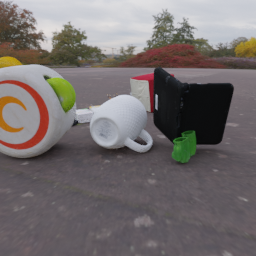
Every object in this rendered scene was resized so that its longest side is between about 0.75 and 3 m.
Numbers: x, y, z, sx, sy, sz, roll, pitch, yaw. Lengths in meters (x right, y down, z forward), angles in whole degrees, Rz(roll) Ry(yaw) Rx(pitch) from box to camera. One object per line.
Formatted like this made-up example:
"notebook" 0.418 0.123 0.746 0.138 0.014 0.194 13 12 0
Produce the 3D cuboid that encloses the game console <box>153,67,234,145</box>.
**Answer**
"game console" 1.735 -0.608 8.098 1.268 2.179 1.916 -22 45 -20

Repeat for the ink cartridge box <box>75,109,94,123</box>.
"ink cartridge box" -1.882 -0.518 11.789 0.665 0.386 0.918 -11 19 -24

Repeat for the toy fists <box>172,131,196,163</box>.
"toy fists" 1.532 0.526 7.592 0.440 0.652 1.280 -4 11 29

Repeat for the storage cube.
"storage cube" 1.250 -1.794 13.985 1.629 1.812 1.549 -17 23 -30

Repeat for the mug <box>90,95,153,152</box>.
"mug" -0.138 0.014 8.359 1.976 1.459 1.733 36 25 7

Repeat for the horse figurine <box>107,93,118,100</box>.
"horse figurine" -0.678 -1.378 13.194 0.763 0.506 0.191 -8 -21 -30

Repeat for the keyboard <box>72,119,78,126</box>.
"keyboard" -2.746 -0.314 11.522 1.709 0.176 1.086 10 25 30

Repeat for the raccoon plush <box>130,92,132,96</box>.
"raccoon plush" 1.031 -2.466 18.236 1.800 0.871 1.206 0 8 2

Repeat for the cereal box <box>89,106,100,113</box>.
"cereal box" -0.609 -0.578 11.881 1.655 0.455 2.301 -6 17 -18

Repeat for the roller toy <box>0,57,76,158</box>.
"roller toy" -2.841 -0.554 7.992 2.670 2.436 1.866 19 17 1
